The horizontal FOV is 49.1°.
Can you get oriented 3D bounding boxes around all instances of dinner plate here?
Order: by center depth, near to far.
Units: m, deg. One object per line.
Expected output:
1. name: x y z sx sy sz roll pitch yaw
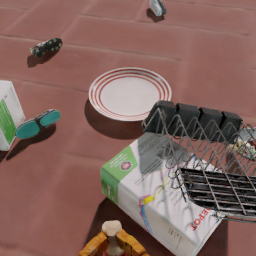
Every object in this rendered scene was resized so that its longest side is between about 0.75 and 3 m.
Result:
1. dinner plate: 0.059 -1.005 8.378 2.440 0.296 2.440 1 47 -1

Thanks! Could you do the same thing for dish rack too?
1. dish rack: 1.608 0.555 5.239 2.294 0.816 2.991 7 35 -13

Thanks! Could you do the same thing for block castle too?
1. block castle: -0.494 2.979 4.043 1.901 1.335 2.845 25 44 36

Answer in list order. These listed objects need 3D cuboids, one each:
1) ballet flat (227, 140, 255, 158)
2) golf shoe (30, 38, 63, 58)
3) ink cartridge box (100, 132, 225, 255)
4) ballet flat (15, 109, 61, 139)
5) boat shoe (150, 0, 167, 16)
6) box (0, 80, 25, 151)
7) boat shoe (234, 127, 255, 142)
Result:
1. ballet flat: 2.709 0.445 6.664 0.365 0.308 0.965 -7 12 -13
2. golf shoe: -2.952 -2.988 10.113 1.204 0.465 0.530 -33 48 -27
3. ink cartridge box: 0.831 1.266 5.756 2.318 0.973 1.679 34 52 28
4. ballet flat: -2.437 -0.113 7.524 1.308 0.470 0.470 -32 55 -26
5. boat shoe: 1.326 -5.386 12.368 0.484 0.492 1.364 -6 58 -17
6. box: -3.590 -0.345 7.013 1.400 1.393 1.199 5 47 5
7. boat shoe: 3.201 0.194 7.238 1.043 0.348 0.384 -12 59 18
